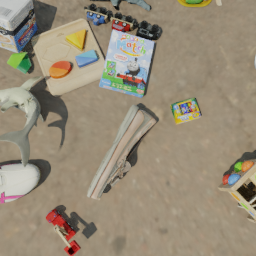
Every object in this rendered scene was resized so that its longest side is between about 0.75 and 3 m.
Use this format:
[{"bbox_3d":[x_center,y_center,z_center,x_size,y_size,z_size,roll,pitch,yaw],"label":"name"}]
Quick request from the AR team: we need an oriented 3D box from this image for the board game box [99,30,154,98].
[{"bbox_3d":[-0.024,-2.016,8.801,1.391,0.336,1.839,13,79,-9],"label":"board game box"}]

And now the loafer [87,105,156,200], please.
[{"bbox_3d":[-0.136,0.777,8.091,0.939,1.073,2.986,27,78,-2],"label":"loafer"}]

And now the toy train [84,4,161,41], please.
[{"bbox_3d":[-0.237,-3.401,9.144,2.621,0.447,0.600,19,92,3],"label":"toy train"}]

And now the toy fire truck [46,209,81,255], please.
[{"bbox_3d":[-1.808,2.840,7.716,0.325,0.941,1.335,-43,83,-8],"label":"toy fire truck"}]

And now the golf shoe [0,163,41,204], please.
[{"bbox_3d":[-3.877,1.659,7.757,2.854,1.314,1.036,-16,80,-4],"label":"golf shoe"}]

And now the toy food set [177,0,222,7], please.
[{"bbox_3d":[2.391,-4.550,9.297,1.525,0.498,0.897,-1,80,0],"label":"toy food set"}]

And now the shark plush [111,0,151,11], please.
[{"bbox_3d":[-0.346,-4.411,9.381,2.233,1.014,0.930,17,100,-17],"label":"shark plush"}]

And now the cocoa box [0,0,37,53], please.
[{"bbox_3d":[-3.987,-3.395,8.546,1.912,1.255,1.275,20,59,4],"label":"cocoa box"}]

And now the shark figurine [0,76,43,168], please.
[{"bbox_3d":[-2.826,-0.356,8.085,1.737,1.213,2.907,-32,45,-8],"label":"shark figurine"}]

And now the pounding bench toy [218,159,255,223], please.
[{"bbox_3d":[3.747,1.463,7.848,1.900,1.180,1.482,-42,82,-7],"label":"pounding bench toy"}]

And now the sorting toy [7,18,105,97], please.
[{"bbox_3d":[-2.289,-2.133,8.890,2.880,0.424,2.129,-23,81,-5],"label":"sorting toy"}]

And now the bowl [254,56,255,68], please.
[{"bbox_3d":[4.419,-2.035,8.863,0.993,0.446,0.993,0,80,-1],"label":"bowl"}]

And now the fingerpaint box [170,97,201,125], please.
[{"bbox_3d":[1.777,-0.521,8.670,0.768,0.282,0.640,-15,80,-3],"label":"fingerpaint box"}]
